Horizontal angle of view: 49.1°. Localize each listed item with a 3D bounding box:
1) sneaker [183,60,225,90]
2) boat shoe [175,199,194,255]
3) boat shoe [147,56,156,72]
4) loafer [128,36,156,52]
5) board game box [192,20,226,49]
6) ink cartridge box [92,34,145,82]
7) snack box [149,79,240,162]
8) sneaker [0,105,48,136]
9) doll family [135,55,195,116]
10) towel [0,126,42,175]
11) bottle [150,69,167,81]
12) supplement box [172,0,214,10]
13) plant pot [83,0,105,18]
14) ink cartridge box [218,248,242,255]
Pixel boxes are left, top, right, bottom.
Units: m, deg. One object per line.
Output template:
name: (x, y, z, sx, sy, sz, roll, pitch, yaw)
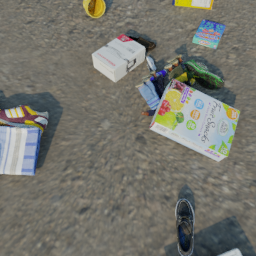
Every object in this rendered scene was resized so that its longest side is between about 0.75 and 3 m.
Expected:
sneaker: (2.984, -2.172, 10.963, 1.845, 0.720, 0.786, 37, 63, 23)
boat shoe: (1.556, 2.691, 7.735, 0.546, 0.517, 1.562, 2, 60, 12)
boat shoe: (0.903, -2.590, 11.499, 0.312, 0.295, 0.871, 12, 44, -34)
loafer: (0.547, -3.679, 12.120, 1.346, 0.480, 0.491, 9, 56, 6)
board game box: (3.651, -4.233, 12.590, 1.093, 0.323, 1.437, 21, 58, 13)
ink cartridge box: (-0.375, -2.864, 11.402, 1.306, 0.750, 1.798, 38, 64, 23)
snack box: (2.219, -0.280, 9.242, 2.561, 0.678, 1.821, 26, 67, -2)
sneaker: (-3.892, -0.374, 9.726, 2.229, 0.835, 1.004, 15, 58, 0)
doll family: (1.473, -1.345, 10.082, 2.894, 1.673, 1.135, -33, 20, -13)
towel: (-3.901, 0.680, 8.951, 2.157, 0.257, 1.584, 3, 77, 7)
bottle: (1.232, -2.057, 11.154, 0.787, 0.257, 0.329, -40, 54, -24)
supplement box: (3.272, -6.722, 13.805, 1.998, 1.087, 1.094, 10, 57, 7)
plant pot: (-1.701, -5.852, 13.384, 0.957, 0.957, 0.900, -28, 45, -18)
ink cartridge box: (2.206, 4.556, 6.510, 2.301, 0.577, 2.652, -18, 58, -8)
